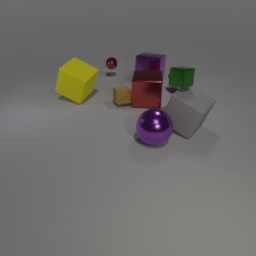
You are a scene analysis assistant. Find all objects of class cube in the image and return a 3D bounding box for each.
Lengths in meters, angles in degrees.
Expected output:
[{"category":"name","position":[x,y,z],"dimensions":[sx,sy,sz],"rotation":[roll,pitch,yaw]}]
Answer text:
[{"category":"cube","position":[2.076,-1.977,10.840],"dimensions":[0.700,0.700,0.700],"rotation":[-17,28,-42]},{"category":"cube","position":[1.253,-3.381,15.672],"dimensions":[1.400,1.400,1.400],"rotation":[11,25,16]},{"category":"cube","position":[0.926,-1.871,13.453],"dimensions":[1.400,1.400,1.400],"rotation":[3,32,5]},{"category":"cube","position":[-2.483,-2.308,13.636],"dimensions":[1.400,1.400,1.400],"rotation":[28,41,4]},{"category":"cube","position":[2.402,-0.702,11.248],"dimensions":[1.400,1.400,1.400],"rotation":[35,43,17]},{"category":"cube","position":[-0.286,-1.566,13.388],"dimensions":[0.700,0.700,0.700],"rotation":[-7,21,-16]}]

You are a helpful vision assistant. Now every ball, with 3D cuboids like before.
[{"category":"ball","position":[0.998,-0.035,10.555],"dimensions":[1.400,1.400,1.400],"rotation":[0,32,0]},{"category":"ball","position":[-0.949,-3.744,16.220],"dimensions":[0.700,0.700,0.700],"rotation":[0,32,0]}]

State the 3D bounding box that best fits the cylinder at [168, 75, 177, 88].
[{"category":"cylinder","position":[2.498,-2.510,14.393],"dimensions":[0.700,0.700,0.700],"rotation":[-20,-8,-3]}]
